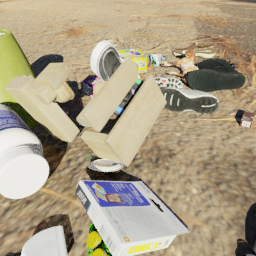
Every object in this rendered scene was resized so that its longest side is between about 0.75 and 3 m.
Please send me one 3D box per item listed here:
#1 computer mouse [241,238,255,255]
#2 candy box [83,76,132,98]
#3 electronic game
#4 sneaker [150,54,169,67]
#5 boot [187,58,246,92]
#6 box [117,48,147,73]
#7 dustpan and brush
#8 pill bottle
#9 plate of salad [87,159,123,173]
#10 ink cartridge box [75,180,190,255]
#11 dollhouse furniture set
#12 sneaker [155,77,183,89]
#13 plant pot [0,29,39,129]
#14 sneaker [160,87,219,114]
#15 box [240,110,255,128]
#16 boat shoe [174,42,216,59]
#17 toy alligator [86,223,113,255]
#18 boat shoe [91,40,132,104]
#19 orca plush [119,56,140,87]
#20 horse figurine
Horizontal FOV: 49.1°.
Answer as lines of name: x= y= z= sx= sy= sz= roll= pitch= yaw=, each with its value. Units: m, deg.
computer mouse: x=3.000 y=2.336 z=5.612 sx=1.084 sy=0.413 sz=1.566 roll=20 pitch=38 yaw=29
candy box: x=-0.832 y=-1.540 z=11.509 sx=1.304 sy=0.583 sz=1.912 roll=-22 pitch=38 yaw=-29
electronic game: x=0.027 y=-1.186 z=10.435 sx=2.140 sy=0.445 sz=2.140 roll=9 pitch=52 yaw=-13
sneaker: x=1.739 y=-3.657 z=14.893 sx=0.939 sy=0.522 sz=1.342 roll=-5 pitch=34 yaw=-7
boot: x=3.723 y=-2.518 z=12.693 sx=2.726 sy=1.009 sz=2.234 roll=-1 pitch=32 yaw=-7
box: x=0.112 y=-3.342 z=14.094 sx=1.355 sy=0.858 sz=1.407 roll=-10 pitch=34 yaw=-14
dustpan and brush: x=-1.927 y=2.505 z=5.475 sx=1.387 sy=0.397 sz=0.968 roll=-4 pitch=31 yaw=-19
pill bottle: x=-3.176 y=0.553 z=7.293 sx=1.606 sy=1.606 sz=2.683 roll=-23 pitch=39 yaw=-31
plate of salad: x=-0.618 y=1.066 z=7.683 sx=0.987 sy=0.237 sz=0.987 roll=3 pitch=11 yaw=-1
ink cartridge box: x=0.064 y=1.847 z=6.122 sx=1.914 sy=0.450 sz=1.891 roll=13 pitch=19 yaw=-40
dollhouse furniture set: x=-1.075 y=-0.910 z=7.800 sx=2.846 sy=2.706 sz=2.319 roll=9 pitch=56 yaw=42
sneaker: x=1.825 y=-2.060 z=12.413 sx=1.356 sy=0.547 sz=0.566 roll=20 pitch=32 yaw=29
plant pot: x=-4.349 y=-1.705 z=9.555 sx=2.788 sy=2.979 sz=2.788 roll=0 pitch=32 yaw=0
sneaker: x=2.219 y=-1.082 z=10.696 sx=2.349 sy=0.868 sz=0.931 roll=11 pitch=24 yaw=6
box: x=4.229 y=-0.312 z=9.888 sx=0.385 sy=0.288 sz=0.770 roll=15 pitch=34 yaw=23
boat shoe: x=3.776 y=-4.487 z=15.874 sx=2.320 sy=0.858 sz=0.857 roll=2 pitch=33 yaw=3
toy alligator: x=-0.606 y=2.322 z=5.582 sx=0.550 sy=0.601 sz=2.027 roll=-46 pitch=34 yaw=7
boat shoe: x=-0.353 y=-1.555 z=8.733 sx=0.935 sy=2.822 sz=0.987 roll=34 pitch=73 yaw=19
orca plush: x=-0.521 y=-2.575 z=12.779 sx=2.733 sy=0.972 sz=1.438 roll=35 pitch=52 yaw=15
horse figurine: x=2.648 y=-2.761 z=13.159 sx=1.751 sy=0.660 sz=2.643 roll=-7 pitch=44 yaw=-8
